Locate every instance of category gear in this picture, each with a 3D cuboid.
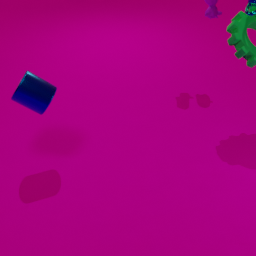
[{"bbox_3d":[3.179,-2.198,6.906,1.526,0.282,1.526,5,72,-16],"label":"gear"}]

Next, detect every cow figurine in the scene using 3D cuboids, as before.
[{"bbox_3d":[2.553,-3.848,8.443,0.524,0.955,0.940,-6,66,3],"label":"cow figurine"}]

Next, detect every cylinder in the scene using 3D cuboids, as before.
[{"bbox_3d":[-2.057,-0.769,6.155,0.730,0.730,0.730,30,36,-23],"label":"cylinder"}]

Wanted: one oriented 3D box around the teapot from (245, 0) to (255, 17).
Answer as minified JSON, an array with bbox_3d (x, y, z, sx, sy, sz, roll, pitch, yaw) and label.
[{"bbox_3d":[3.369,-3.025,6.454,1.593,0.991,0.780,-31,49,-3],"label":"teapot"}]
